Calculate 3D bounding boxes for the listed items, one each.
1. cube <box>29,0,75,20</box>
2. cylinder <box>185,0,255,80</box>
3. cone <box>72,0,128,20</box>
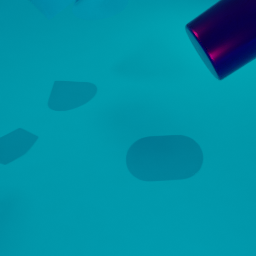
[{"bbox_3d":[-1.604,-2.811,5.550,0.754,0.754,0.754,-43,82,-10],"label":"cube"},{"bbox_3d":[2.086,-1.896,5.659,1.367,1.367,1.367,-33,47,14],"label":"cylinder"},{"bbox_3d":[-0.891,-3.973,7.515,1.525,1.525,1.531,-12,89,-11],"label":"cone"}]
